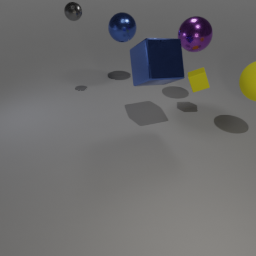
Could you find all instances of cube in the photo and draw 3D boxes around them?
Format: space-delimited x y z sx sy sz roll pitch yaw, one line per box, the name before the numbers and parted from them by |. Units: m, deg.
cube | 1.019 -2.332 10.102 1.400 1.400 1.400 -7 2 -23
cube | 2.919 -1.994 11.599 0.700 0.700 0.700 -16 25 18

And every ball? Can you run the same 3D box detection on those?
ball | -0.277 -4.944 13.800 1.400 1.400 1.400 0 32 0
ball | 2.742 -3.825 11.464 1.400 1.400 1.400 0 32 0
ball | 4.559 -1.601 9.586 1.400 1.400 1.400 0 32 0
ball | -2.168 -4.607 11.080 0.700 0.700 0.700 0 32 0
